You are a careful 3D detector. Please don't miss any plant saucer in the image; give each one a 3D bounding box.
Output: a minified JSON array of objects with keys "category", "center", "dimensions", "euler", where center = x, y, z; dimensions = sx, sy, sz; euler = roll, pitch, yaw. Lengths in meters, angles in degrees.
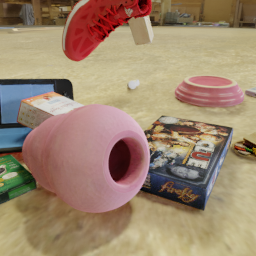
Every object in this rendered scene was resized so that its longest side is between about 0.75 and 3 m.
[{"category":"plant saucer","center":[3.096,-1.506,10.700],"dimensions":[2.572,0.652,2.572],"euler":[1,24,0]}]

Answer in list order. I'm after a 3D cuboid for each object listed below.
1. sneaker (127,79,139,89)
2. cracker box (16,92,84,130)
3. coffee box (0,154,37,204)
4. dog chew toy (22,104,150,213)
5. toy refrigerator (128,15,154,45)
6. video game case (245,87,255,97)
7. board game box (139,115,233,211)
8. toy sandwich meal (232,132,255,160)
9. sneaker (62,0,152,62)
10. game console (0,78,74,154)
[{"category":"sneaker","center":[0.123,-1.848,11.941],"dimensions":[0.425,0.361,0.960],"euler":[-1,14,27]},{"category":"cracker box","center":[-1.367,-0.159,6.802],"dimensions":[2.079,0.600,1.392],"euler":[24,20,7]},{"category":"coffee box","center":[-2.455,0.969,5.569],"dimensions":[0.789,0.282,1.283],"euler":[-20,32,-40]},{"category":"dog chew toy","center":[-0.974,0.480,5.067],"dimensions":[2.796,1.741,1.741],"euler":[0,17,46]},{"category":"toy refrigerator","center":[0.372,-3.612,9.361],"dimensions":[0.597,1.573,0.550],"euler":[-1,49,22]},{"category":"video game case","center":[5.880,-1.374,10.926],"dimensions":[1.910,0.210,1.741],"euler":[-16,29,-33]},{"category":"board game box","center":[1.128,0.535,6.279],"dimensions":[1.923,0.491,2.839],"euler":[12,27,24]},{"category":"toy sandwich meal","center":[3.020,0.412,6.747],"dimensions":[1.005,0.344,1.005],"euler":[0,24,0]},{"category":"sneaker","center":[-0.465,-2.561,6.435],"dimensions":[1.011,2.581,1.491],"euler":[25,9,-45]},{"category":"game console","center":[-2.496,-0.411,7.063],"dimensions":[2.483,2.140,1.474],"euler":[-3,-8,-19]}]
